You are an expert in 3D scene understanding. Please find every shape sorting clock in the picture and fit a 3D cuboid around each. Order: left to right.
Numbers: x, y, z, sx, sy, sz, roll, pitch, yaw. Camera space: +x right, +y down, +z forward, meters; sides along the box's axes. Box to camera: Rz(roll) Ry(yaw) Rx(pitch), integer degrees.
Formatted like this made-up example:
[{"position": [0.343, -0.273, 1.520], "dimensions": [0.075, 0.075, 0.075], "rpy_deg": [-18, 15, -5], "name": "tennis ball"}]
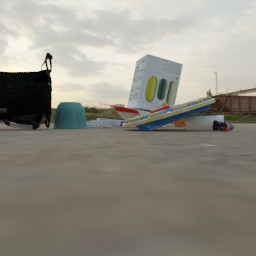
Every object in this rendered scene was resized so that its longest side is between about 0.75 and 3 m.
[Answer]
[{"position": [1.170, -0.481, 8.352], "dimensions": [2.806, 0.550, 2.806], "rpy_deg": [-20, 4, 1], "name": "shape sorting clock"}]

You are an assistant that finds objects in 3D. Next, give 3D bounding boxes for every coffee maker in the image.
[{"position": [-3.794, -1.179, 8.752], "dimensions": [2.600, 2.497, 1.751], "rpy_deg": [-3, 19, -24], "name": "coffee maker"}]

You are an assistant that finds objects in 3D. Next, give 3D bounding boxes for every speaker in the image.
[{"position": [2.223, -0.150, 8.148], "dimensions": [1.091, 0.443, 0.443], "rpy_deg": [0, 1, 14], "name": "speaker"}]

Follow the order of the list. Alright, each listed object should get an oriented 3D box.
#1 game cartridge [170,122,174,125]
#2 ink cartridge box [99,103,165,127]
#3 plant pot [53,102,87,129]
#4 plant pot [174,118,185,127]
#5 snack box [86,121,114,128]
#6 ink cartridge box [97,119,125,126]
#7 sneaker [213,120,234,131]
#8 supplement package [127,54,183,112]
[{"position": [2.909, -0.639, 17.913], "dimensions": [1.423, 0.444, 2.137], "rpy_deg": [32, 19, 33], "name": "game cartridge"}, {"position": [0.142, -0.583, 12.763], "dimensions": [2.570, 0.644, 2.068], "rpy_deg": [7, 3, -32], "name": "ink cartridge box"}, {"position": [-2.122, -0.464, 10.282], "dimensions": [1.212, 0.973, 1.212], "rpy_deg": [0, 2, 0], "name": "plant pot"}, {"position": [2.759, -0.453, 14.124], "dimensions": [1.121, 0.784, 1.121], "rpy_deg": [0, 2, 0], "name": "plant pot"}, {"position": [-1.272, -0.159, 11.636], "dimensions": [1.122, 0.297, 0.798], "rpy_deg": [1, 1, 26], "name": "snack box"}, {"position": [-0.906, -0.328, 16.541], "dimensions": [1.796, 0.377, 1.072], "rpy_deg": [2, 1, -13], "name": "ink cartridge box"}, {"position": [2.520, -0.033, 7.464], "dimensions": [0.307, 0.295, 0.782], "rpy_deg": [7, 8, -16], "name": "sneaker"}, {"position": [1.210, -1.929, 13.090], "dimensions": [1.789, 2.357, 1.775], "rpy_deg": [12, 0, -15], "name": "supplement package"}]
